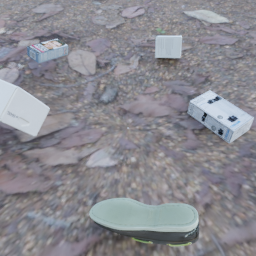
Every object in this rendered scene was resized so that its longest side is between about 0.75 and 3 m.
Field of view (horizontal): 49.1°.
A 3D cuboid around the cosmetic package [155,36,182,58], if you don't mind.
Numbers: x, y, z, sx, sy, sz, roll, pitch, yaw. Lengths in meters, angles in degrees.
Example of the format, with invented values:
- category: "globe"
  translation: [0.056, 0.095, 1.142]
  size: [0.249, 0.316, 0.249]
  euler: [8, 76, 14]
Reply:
- category: "cosmetic package"
  translation: [1.514, -3.022, 10.413]
  size: [0.922, 0.767, 0.772]
  euler: [4, 21, 10]

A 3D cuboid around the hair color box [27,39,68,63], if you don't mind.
- category: "hair color box"
  translation: [-2.803, -2.719, 9.837]
  size: [0.634, 0.388, 1.280]
  euler: [34, 43, 23]

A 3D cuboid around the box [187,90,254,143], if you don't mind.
- category: "box"
  translation: [2.632, -0.368, 8.106]
  size: [0.937, 0.483, 1.607]
  euler: [-27, 50, -25]

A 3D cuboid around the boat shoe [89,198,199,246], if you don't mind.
- category: "boat shoe"
  translation: [0.277, 1.868, 5.444]
  size: [2.162, 0.651, 0.771]
  euler: [-1, 31, 22]

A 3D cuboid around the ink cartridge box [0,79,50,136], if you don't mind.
- category: "ink cartridge box"
  translation: [-3.169, -0.688, 6.760]
  size: [2.044, 1.492, 0.862]
  euler: [23, 81, 17]
